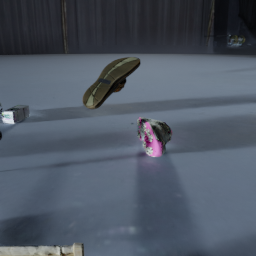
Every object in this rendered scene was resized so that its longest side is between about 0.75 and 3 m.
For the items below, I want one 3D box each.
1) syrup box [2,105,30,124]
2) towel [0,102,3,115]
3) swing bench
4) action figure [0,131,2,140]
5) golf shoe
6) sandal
[{"bbox_3d":[-3.183,-0.403,7.992,0.338,0.350,0.859,3,17,10],"label":"syrup box"},{"bbox_3d":[-4.332,-0.465,7.953,1.224,0.524,1.013,6,17,23],"label":"towel"},{"bbox_3d":[-0.897,1.371,1.885,1.080,0.704,1.086,0,12,0],"label":"swing bench"},{"bbox_3d":[-3.673,0.051,5.024,2.621,1.338,1.558,7,30,16],"label":"action figure"},{"bbox_3d":[0.644,0.131,5.918,0.762,0.627,1.665,1,18,-8],"label":"golf shoe"},{"bbox_3d":[-0.467,-1.372,8.759,0.954,0.637,2.334,23,66,33],"label":"sandal"}]
